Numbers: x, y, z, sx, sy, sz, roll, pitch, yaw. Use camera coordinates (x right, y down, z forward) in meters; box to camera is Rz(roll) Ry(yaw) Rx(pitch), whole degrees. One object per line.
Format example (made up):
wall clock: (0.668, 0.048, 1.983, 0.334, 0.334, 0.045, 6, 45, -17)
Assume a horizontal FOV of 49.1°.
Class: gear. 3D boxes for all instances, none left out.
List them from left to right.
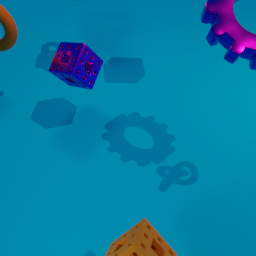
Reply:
gear: (2.492, -2.157, 5.368, 2.064, 0.382, 2.064, 0, 77, 0)

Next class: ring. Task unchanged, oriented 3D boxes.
ring: (-3.927, -2.857, 7.734, 1.733, 1.733, 0.347, 7, 53, 5)

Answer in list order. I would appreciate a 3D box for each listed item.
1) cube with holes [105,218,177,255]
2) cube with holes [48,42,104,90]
cube with holes: (0.178, 2.193, 4.548, 0.838, 0.838, 0.838, -42, 88, 16)
cube with holes: (-1.416, -1.708, 7.708, 0.906, 0.906, 0.906, 14, 79, 33)
